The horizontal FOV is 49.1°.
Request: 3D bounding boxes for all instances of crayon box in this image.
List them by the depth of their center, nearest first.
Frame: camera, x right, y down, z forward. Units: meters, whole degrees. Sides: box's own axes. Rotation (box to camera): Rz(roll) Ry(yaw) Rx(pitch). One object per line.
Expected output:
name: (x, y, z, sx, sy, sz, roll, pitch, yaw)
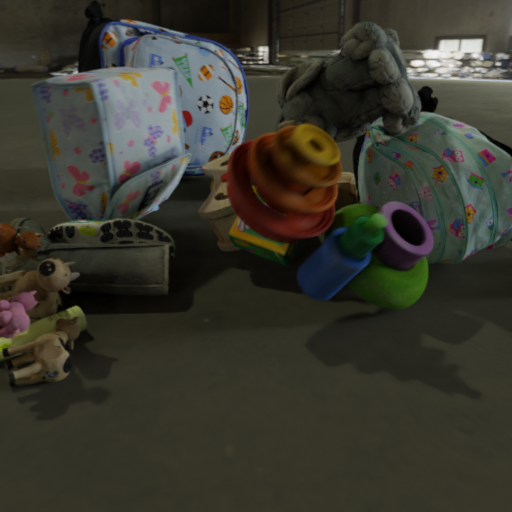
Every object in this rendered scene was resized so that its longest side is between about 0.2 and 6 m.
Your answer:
crayon box: (0.345, -0.720, 8.127, 0.904, 1.521, 0.443, 21, -15, 20)

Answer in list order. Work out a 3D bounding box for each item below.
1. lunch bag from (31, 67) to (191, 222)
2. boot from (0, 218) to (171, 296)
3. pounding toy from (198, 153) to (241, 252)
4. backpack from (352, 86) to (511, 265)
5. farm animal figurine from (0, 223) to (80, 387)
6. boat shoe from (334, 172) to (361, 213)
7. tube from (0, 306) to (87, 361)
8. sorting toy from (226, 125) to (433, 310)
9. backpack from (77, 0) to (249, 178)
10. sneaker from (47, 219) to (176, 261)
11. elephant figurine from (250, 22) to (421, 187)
lunch bag: (-2.306, -1.813, 9.703, 1.681, 2.644, 2.242, 11, 26, 25)
boot: (-2.326, -0.014, 7.838, 2.236, 0.811, 2.033, -9, 34, -7)
pounding toy: (-0.032, -0.662, 9.441, 1.600, 1.606, 2.799, -32, 30, -6)
backpack: (2.695, -1.008, 8.711, 1.895, 2.499, 2.994, -24, 28, -4)
farm animal figurine: (-2.399, 0.479, 6.167, 0.926, 1.776, 1.757, -13, -3, -24)
boat shoe: (2.039, -1.157, 10.708, 2.202, 0.785, 0.711, -6, 22, -17)
tube: (-2.504, 0.898, 6.270, 1.173, 0.305, 0.340, -21, -9, -32)
sorting toy: (1.108, -0.500, 6.582, 3.052, 1.253, 1.834, 26, 47, -15)
backpack: (-1.964, -3.477, 12.874, 3.730, 3.916, 3.017, -8, 24, -40)
sneaker: (-2.151, -0.289, 8.546, 2.049, 0.794, 0.816, 7, 20, 15)
elephant figurine: (0.960, -2.156, 8.075, 2.406, 1.702, 1.867, -26, -11, 29)
